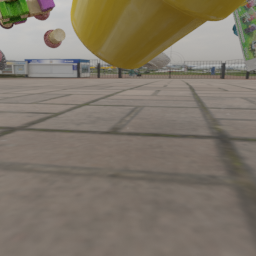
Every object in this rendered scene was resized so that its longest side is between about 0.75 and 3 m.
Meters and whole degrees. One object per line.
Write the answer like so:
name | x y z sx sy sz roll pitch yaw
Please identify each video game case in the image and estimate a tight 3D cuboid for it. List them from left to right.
video game case | 3.501 -2.564 6.569 1.888 2.074 0.229 -10 10 45

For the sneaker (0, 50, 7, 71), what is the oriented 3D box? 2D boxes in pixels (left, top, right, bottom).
sneaker | -4.304 -2.419 9.021 0.441 1.180 0.484 -30 18 -28

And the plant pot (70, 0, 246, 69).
plant pot | 0.298 -2.115 3.942 2.364 2.364 2.224 -10 -22 -39

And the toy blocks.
toy blocks | -3.043 -3.031 7.275 2.201 2.355 1.982 -22 18 -20

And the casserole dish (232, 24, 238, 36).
casserole dish | 3.887 -3.187 8.764 1.193 0.231 0.722 -10 -30 -1

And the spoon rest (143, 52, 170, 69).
spoon rest | 0.297 -2.106 7.333 2.108 0.639 1.047 16 0 -44
